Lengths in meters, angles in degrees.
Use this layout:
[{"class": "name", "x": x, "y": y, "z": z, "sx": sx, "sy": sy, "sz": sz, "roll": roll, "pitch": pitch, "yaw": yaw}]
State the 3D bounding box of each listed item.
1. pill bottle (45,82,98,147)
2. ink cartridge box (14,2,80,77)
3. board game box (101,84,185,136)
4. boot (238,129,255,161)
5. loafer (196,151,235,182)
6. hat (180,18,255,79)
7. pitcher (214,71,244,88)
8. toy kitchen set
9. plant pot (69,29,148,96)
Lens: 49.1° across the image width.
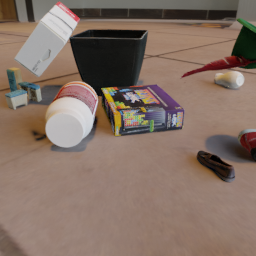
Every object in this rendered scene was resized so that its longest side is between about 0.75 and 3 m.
[{"class": "pill bottle", "x": -1.550, "y": -0.413, "z": 7.805, "sx": 1.255, "sy": 1.255, "sz": 2.223, "roll": 0, "pitch": 25, "yaw": 0}, {"class": "ink cartridge box", "x": -2.767, "y": -3.151, "z": 9.817, "sx": 1.011, "sy": 1.741, "sz": 2.413, "roll": 36, "pitch": 31, "yaw": -23}, {"class": "board game box", "x": 0.341, "y": -0.676, "z": 8.984, "sx": 2.087, "sy": 0.716, "sz": 2.525, "roll": -7, "pitch": 27, "yaw": -12}, {"class": "boot", "x": 3.743, "y": 0.424, "z": 6.874, "sx": 1.674, "sy": 0.606, "sz": 1.207, "roll": -8, "pitch": 26, "yaw": 2}, {"class": "loafer", "x": 2.008, "y": 0.762, "z": 6.380, "sx": 0.421, "sy": 0.369, "sz": 1.172, "roll": -10, "pitch": 28, "yaw": -21}, {"class": "hat", "x": 2.421, "y": -1.284, "z": 5.888, "sx": 1.736, "sy": 1.528, "sz": 1.438, "roll": 39, "pitch": 31, "yaw": 16}, {"class": "pitcher", "x": 4.465, "y": -2.078, "z": 12.041, "sx": 0.992, "sy": 0.701, "sz": 1.157, "roll": -3, "pitch": 13, "yaw": -28}, {"class": "toy kitchen set", "x": -4.225, "y": -1.500, "z": 10.347, "sx": 1.718, "sy": 1.012, "sz": 1.376, "roll": 17, "pitch": 31, "yaw": 33}, {"class": "plant pot", "x": -0.634, "y": -2.608, "z": 11.189, "sx": 2.586, "sy": 2.294, "sz": 2.580, "roll": 5, "pitch": 26, "yaw": 8}]
